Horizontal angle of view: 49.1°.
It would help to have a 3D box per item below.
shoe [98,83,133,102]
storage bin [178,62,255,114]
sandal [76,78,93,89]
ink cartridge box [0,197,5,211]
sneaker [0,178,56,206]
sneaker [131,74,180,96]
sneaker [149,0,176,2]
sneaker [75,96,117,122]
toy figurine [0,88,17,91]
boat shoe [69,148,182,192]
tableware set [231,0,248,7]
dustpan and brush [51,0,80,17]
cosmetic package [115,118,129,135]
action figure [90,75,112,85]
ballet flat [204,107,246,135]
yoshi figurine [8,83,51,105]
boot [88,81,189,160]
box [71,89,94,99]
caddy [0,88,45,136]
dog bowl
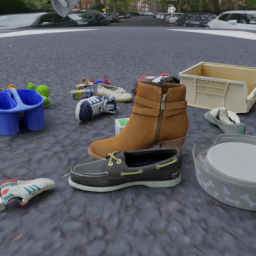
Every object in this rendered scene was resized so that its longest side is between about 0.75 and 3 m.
[{"bbox_3d":[-0.584,-1.464,11.583,1.818,0.485,0.636,18,30,34],"label":"shoe"},{"bbox_3d":[3.714,-1.680,11.153,2.633,1.243,2.652,14,27,30],"label":"storage bin"},{"bbox_3d":[-2.046,-2.187,13.325,0.414,0.371,1.129,14,27,29],"label":"sandal"},{"bbox_3d":[-2.875,1.441,5.501,0.605,0.199,0.831,-21,31,-38],"label":"ink cartridge box"},{"bbox_3d":[-1.994,1.316,5.655,1.089,0.383,0.509,5,53,-34],"label":"sneaker"},{"bbox_3d":[1.290,-1.724,11.684,2.449,0.866,1.197,-18,28,-37],"label":"sneaker"},{"bbox_3d":[0.938,-4.108,8.219,1.025,0.844,2.229,21,16,-50],"label":"sneaker"},{"bbox_3d":[-1.030,-0.684,9.661,1.019,0.658,1.879,6,22,16],"label":"sneaker"},{"bbox_3d":[-4.936,-1.092,10.329,1.788,0.943,1.071,-10,21,-23],"label":"toy figurine"},{"bbox_3d":[-0.057,0.836,6.164,2.496,0.751,0.890,-3,24,-6],"label":"boat shoe"},{"bbox_3d":[3.092,-4.106,8.535,1.201,0.794,0.241,31,77,17],"label":"tableware set"},{"bbox_3d":[-2.335,-4.382,9.273,0.858,1.230,0.352,-37,22,23],"label":"dustpan and brush"},{"bbox_3d":[0.317,0.037,8.198,1.283,0.544,0.690,-7,23,-12],"label":"cosmetic package"},{"bbox_3d":[-1.293,-2.393,13.626,1.045,0.517,0.341,11,27,10],"label":"action figure"},{"bbox_3d":[3.047,-0.302,8.796,0.707,0.668,2.097,-4,24,-9],"label":"ballet flat"},{"bbox_3d":[-3.693,-1.306,10.769,1.709,0.957,0.961,10,19,14],"label":"yoshi figurine"},{"bbox_3d":[0.253,-0.138,6.850,2.526,1.961,0.969,0,24,0],"label":"boot"},{"bbox_3d":[-1.904,-1.415,11.711,0.918,0.295,0.321,-7,25,-15],"label":"box"},{"bbox_3d":[-3.593,-0.697,9.040,1.610,1.196,2.278,-15,28,-28],"label":"caddy"},{"bbox_3d":[2.552,0.900,6.129,2.294,0.673,2.294,0,25,0],"label":"dog bowl"}]
